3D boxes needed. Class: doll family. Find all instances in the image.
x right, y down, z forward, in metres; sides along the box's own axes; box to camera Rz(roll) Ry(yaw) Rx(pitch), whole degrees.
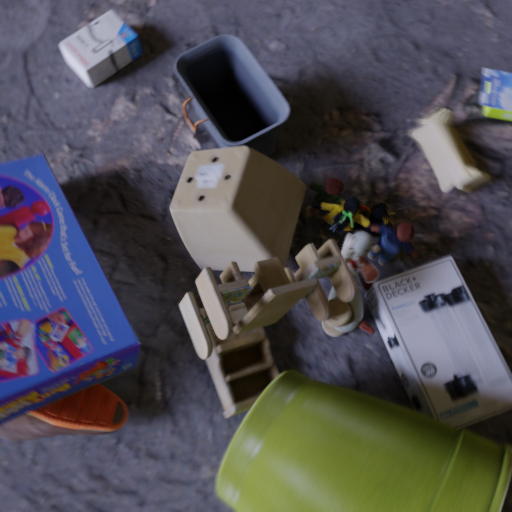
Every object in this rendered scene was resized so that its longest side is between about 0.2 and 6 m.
[{"bbox_3d":[1.877,-0.597,9.919,2.200,1.272,0.863,20,60,-6],"label":"doll family"}]

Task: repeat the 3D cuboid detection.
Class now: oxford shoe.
[{"bbox_3d":[-3.519,2.532,9.187,2.790,1.017,0.995,13,34,-4],"label":"oxford shoe"}]

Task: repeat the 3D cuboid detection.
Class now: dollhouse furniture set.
[{"bbox_3d":[0.134,1.212,8.605,2.232,2.547,1.692,-12,68,-30],"label":"dollhouse furniture set"}]

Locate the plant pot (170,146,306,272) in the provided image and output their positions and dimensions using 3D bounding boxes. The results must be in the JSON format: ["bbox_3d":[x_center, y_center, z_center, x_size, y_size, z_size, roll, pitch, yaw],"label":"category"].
[{"bbox_3d":[-0.424,-0.869,9.528,1.778,1.576,1.780,1,64,32],"label":"plant pot"}]

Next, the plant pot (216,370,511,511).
[{"bbox_3d":[1.281,3.275,7.856,3.178,3.301,3.301,28,72,21],"label":"plant pot"}]

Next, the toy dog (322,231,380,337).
[{"bbox_3d":[1.792,0.586,9.654,0.930,1.274,1.931,19,98,13],"label":"toy dog"}]

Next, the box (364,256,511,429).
[{"bbox_3d":[3.106,1.517,9.535,1.556,0.802,2.668,-17,71,-6],"label":"box"}]

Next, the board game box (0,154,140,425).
[{"bbox_3d":[-4.106,0.420,9.164,2.843,0.947,4.229,-20,64,-28],"label":"board game box"}]

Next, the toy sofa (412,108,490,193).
[{"bbox_3d":[3.765,-1.987,10.901,0.778,0.660,1.593,-34,68,32],"label":"toy sofa"}]

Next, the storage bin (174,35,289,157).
[{"bbox_3d":[-0.529,-2.720,10.723,1.619,1.494,2.225,-30,72,-10],"label":"storage bin"}]

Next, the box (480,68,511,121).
[{"bbox_3d":[5.390,-3.237,11.500,1.603,0.382,0.978,12,70,4],"label":"box"}]

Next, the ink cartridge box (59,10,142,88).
[{"bbox_3d":[-3.267,-4.362,11.814,1.351,0.570,0.986,-40,75,-13],"label":"ink cartridge box"}]
